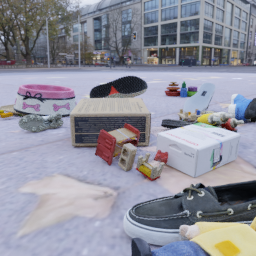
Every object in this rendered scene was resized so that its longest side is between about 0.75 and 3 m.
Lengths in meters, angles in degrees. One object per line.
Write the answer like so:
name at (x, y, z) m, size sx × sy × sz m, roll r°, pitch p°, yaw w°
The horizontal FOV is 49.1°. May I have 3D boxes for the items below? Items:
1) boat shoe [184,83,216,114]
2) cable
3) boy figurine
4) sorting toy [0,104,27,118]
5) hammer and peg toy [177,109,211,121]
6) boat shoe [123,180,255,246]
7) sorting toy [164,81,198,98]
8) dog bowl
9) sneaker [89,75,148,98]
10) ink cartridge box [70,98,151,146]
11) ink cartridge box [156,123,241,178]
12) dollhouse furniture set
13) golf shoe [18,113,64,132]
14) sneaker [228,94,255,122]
boat shoe at (3.281, -1.118, 12.941) m, size 0.967 × 0.895 × 2.620 m, roll 18°, pitch 45°, yaw 21°
cable at (2.359, -0.178, 9.117) m, size 1.433 × 0.743 × 2.951 m, roll 9°, pitch 1°, yaw -29°
boy figurine at (1.219, 1.482, 3.197) m, size 2.243 × 0.723 × 1.394 m, roll -7°, pitch 15°, yaw -16°
sorting toy at (-4.989, -0.756, 12.860) m, size 1.797 × 0.323 × 2.412 m, roll 14°, pitch 20°, yaw 31°
hammer and peg toy at (2.629, -0.428, 11.146) m, size 0.998 × 0.479 × 1.357 m, roll 0°, pitch 14°, yaw -8°
boat shoe at (1.177, 1.188, 4.303) m, size 2.517 × 0.713 × 0.864 m, roll -2°, pitch 14°, yaw -8°
sorting toy at (3.689, -2.636, 18.646) m, size 2.488 × 1.021 × 1.495 m, roll 2°, pitch 14°, yaw 6°
dog bowl at (-3.756, -1.360, 13.016) m, size 2.926 × 1.079 × 2.926 m, roll 5°, pitch 14°, yaw -1°
sneaker at (-0.366, -1.681, 13.791) m, size 2.880 × 1.014 × 1.347 m, roll -12°, pitch -22°, yaw 13°
ink cartridge box at (-0.556, -0.296, 9.363) m, size 2.357 × 1.074 × 2.861 m, roll 0°, pitch 14°, yaw -2°
ink cartridge box at (1.725, 0.467, 6.932) m, size 1.727 × 0.725 × 1.251 m, roll -13°, pitch 23°, yaw -38°
dollhouse furniture set at (0.173, 0.662, 6.781) m, size 1.848 × 0.752 × 0.995 m, roll 33°, pitch 31°, yaw 34°
golf shoe at (-3.209, -0.157, 10.185) m, size 1.631 × 0.639 × 0.793 m, roll -5°, pitch -3°, yaw -39°
sneaker at (5.086, -0.894, 11.918) m, size 1.358 × 0.937 × 2.440 m, roll 0°, pitch 17°, yaw 26°
